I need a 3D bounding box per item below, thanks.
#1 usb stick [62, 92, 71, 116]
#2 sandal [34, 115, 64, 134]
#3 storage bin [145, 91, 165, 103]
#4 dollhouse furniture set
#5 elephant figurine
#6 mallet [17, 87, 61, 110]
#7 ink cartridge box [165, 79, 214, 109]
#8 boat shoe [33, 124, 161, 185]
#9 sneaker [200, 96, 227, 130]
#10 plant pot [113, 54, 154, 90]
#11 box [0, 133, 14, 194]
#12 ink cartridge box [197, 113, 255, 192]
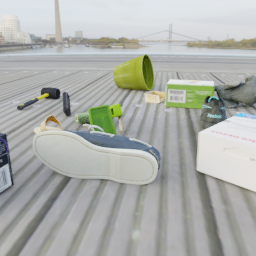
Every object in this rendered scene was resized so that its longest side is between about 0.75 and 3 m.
[{"bbox_3d":[-2.492,-0.988,11.353,0.261,0.443,1.599,-19,34,-2],"label":"usb stick"},{"bbox_3d":[-2.268,-0.059,8.652,0.763,0.684,2.080,-16,24,-39],"label":"sandal"},{"bbox_3d":[1.345,-1.466,13.284,0.829,0.391,0.835,12,22,34],"label":"storage bin"},{"bbox_3d":[-0.923,-0.101,9.221,1.389,1.073,2.780,-12,2,-13],"label":"dollhouse furniture set"},{"bbox_3d":[4.565,-1.506,12.256,2.042,1.445,1.584,-2,-17,8],"label":"elephant figurine"},{"bbox_3d":[-4.241,-1.347,12.889,0.889,0.556,2.700,9,24,23],"label":"mallet"},{"bbox_3d":[2.929,-1.744,13.088,2.029,1.040,2.745,5,20,15],"label":"ink cartridge box"},{"bbox_3d":[-0.692,0.515,6.352,2.890,1.082,0.894,5,21,11],"label":"boat shoe"},{"bbox_3d":[2.988,-0.597,9.557,0.975,1.025,2.586,4,13,12],"label":"sneaker"},{"bbox_3d":[0.256,-3.021,15.932,1.930,2.005,2.005,-4,16,24],"label":"plant pot"},{"bbox_3d":[-3.655,0.711,5.543,2.273,1.206,1.390,8,20,23],"label":"box"},{"bbox_3d":[2.960,0.460,6.593,1.748,1.009,2.394,17,25,40],"label":"ink cartridge box"}]
